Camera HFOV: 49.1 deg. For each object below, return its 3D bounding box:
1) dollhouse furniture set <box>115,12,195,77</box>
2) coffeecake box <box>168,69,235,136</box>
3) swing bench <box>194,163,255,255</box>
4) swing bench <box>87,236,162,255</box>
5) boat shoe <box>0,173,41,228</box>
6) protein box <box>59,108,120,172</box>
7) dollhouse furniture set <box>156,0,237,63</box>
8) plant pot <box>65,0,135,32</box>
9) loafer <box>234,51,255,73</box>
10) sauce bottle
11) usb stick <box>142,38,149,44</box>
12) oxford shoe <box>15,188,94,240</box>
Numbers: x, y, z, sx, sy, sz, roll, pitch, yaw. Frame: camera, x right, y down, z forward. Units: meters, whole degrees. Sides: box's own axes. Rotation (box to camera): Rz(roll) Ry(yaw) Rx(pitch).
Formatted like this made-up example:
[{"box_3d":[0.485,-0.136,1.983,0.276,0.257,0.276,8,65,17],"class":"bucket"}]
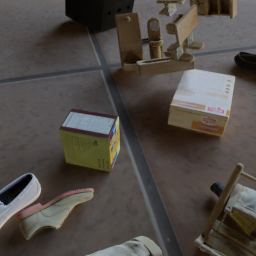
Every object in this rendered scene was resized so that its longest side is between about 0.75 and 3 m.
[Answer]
[{"box_3d":[0.881,-3.169,10.120,2.367,2.028,2.489,-8,22,-2],"class":"dollhouse furniture set"},{"box_3d":[2.481,-0.954,9.343,1.764,0.839,2.297,14,45,14],"class":"coffeecake box"},{"box_3d":[2.715,2.055,5.718,1.945,1.269,1.956,28,90,25],"class":"swing bench"},{"box_3d":[-0.462,3.075,4.302,2.506,1.634,2.519,-11,44,-24],"class":"swing bench"},{"box_3d":[-2.993,1.829,6.504,2.112,0.724,0.761,-32,52,-29],"class":"boat shoe"},{"box_3d":[-0.987,0.330,7.639,1.338,1.329,0.903,10,44,10],"class":"protein box"},{"box_3d":[1.360,-2.111,5.296,0.892,1.260,1.371,19,57,35],"class":"dollhouse furniture set"},{"box_3d":[-1.216,-6.565,14.032,2.892,2.885,2.566,-32,67,-29],"class":"plant pot"},{"box_3d":[5.511,-2.685,11.148,2.435,0.869,0.889,21,47,21],"class":"loafer"},{"box_3d":[2.581,1.892,6.619,0.494,0.494,1.528,-21,47,-21],"class":"sauce bottle"},{"box_3d":[0.590,-4.041,13.087,1.090,0.178,0.302,-13,50,-13],"class":"usb stick"},{"box_3d":[-1.601,1.973,6.563,1.839,0.651,0.679,-21,70,-18],"class":"oxford shoe"}]
